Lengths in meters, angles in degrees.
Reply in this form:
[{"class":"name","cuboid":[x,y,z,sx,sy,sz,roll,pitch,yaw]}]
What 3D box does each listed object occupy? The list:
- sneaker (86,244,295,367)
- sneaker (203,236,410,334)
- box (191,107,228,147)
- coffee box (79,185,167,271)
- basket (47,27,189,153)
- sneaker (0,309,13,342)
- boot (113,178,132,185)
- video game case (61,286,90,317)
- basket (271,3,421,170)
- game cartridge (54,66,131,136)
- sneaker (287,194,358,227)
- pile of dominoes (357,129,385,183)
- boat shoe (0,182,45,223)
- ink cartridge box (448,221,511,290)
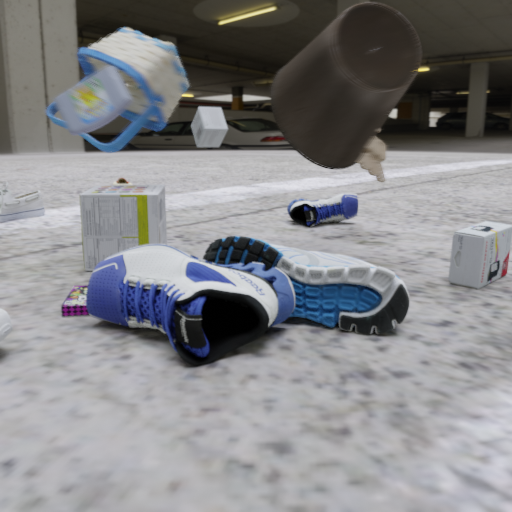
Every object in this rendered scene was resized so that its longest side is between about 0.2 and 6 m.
[{"class":"sneaker","cuboid":[-0.910,0.534,6.627,2.604,1.052,1.504,4,12,11]},{"class":"sneaker","cuboid":[0.665,0.371,7.750,2.887,1.082,1.251,13,11,17]},{"class":"box","cuboid":[-1.044,-2.851,12.432,0.560,0.654,0.651,-5,-26,-26]},{"class":"coffee box","cuboid":[-2.402,-0.552,10.361,1.370,1.385,1.383,-1,14,-3]},{"class":"basket","cuboid":[-2.390,-2.856,9.888,1.937,1.528,2.196,33,67,29]},{"class":"sneaker","cuboid":[-3.912,0.554,6.225,2.395,1.190,0.933,2,14,7]},{"class":"boot","cuboid":[-3.636,-1.638,15.531,0.772,1.104,2.059,-5,13,-14]},{"class":"video game case","cuboid":[-2.173,0.625,8.072,1.063,0.190,0.963,-2,14,-7]},{"class":"basket","cuboid":[1.465,-2.841,9.269,1.701,2.255,2.501,-34,-1,-16]},{"class":"game cartridge","cuboid":[-2.183,-2.049,7.514,0.949,0.633,0.192,-29,-4,6]},{"class":"sneaker","cuboid":[1.654,-1.077,14.178,1.861,0.752,1.075,-4,16,12]},{"class":"pile of dominoes","cuboid":[2.037,-2.680,12.327,2.194,1.710,0.349,28,-37,-32]},{"class":"boat shoe","cuboid":[-6.694,-1.444,14.832,0.879,1.014,2.378,10,17,35]},{"class":"ink cartridge box","cuboid":[3.721,-0.023,9.252,0.507,0.893,1.225,15,21,42]}]
